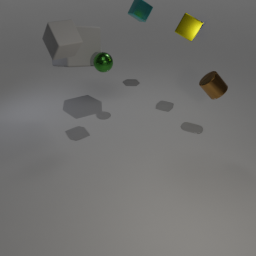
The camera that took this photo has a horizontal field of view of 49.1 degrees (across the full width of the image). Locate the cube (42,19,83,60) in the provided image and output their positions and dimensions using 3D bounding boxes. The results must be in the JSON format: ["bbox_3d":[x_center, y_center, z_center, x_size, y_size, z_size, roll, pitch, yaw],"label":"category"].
[{"bbox_3d":[-1.732,-2.319,7.377,0.700,0.700,0.700,-23,83,-33],"label":"cube"}]

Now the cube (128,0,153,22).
[{"bbox_3d":[0.526,-5.094,12.138,0.700,0.700,0.700,22,13,-28],"label":"cube"}]

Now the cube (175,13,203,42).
[{"bbox_3d":[2.105,-3.482,9.694,0.700,0.700,0.700,31,23,1],"label":"cube"}]

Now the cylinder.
[{"bbox_3d":[2.903,-1.449,9.518,0.700,0.700,0.700,-40,20,18],"label":"cylinder"}]

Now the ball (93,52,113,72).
[{"bbox_3d":[-0.877,-2.327,9.939,0.700,0.700,0.700,0,31,0],"label":"ball"}]

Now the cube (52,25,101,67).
[{"bbox_3d":[-1.950,-3.025,10.450,1.400,1.400,1.400,-11,19,-36],"label":"cube"}]
